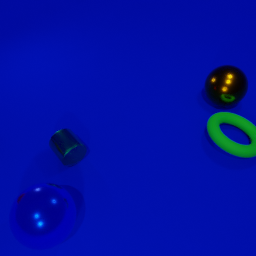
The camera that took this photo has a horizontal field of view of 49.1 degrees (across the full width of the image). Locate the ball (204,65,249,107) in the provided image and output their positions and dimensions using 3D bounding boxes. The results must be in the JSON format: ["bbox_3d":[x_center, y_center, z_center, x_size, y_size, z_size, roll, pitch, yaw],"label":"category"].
[{"bbox_3d":[3.065,-1.315,8.772,1.306,1.306,1.306,0,50,0],"label":"ball"}]

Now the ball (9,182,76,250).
[{"bbox_3d":[-1.806,1.867,6.004,1.379,1.379,1.379,0,50,0],"label":"ball"}]

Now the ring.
[{"bbox_3d":[3.032,0.158,7.922,1.653,0.331,1.653,10,42,-9],"label":"ring"}]

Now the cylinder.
[{"bbox_3d":[-1.624,0.520,7.562,0.752,0.752,0.752,-31,56,-24],"label":"cylinder"}]
